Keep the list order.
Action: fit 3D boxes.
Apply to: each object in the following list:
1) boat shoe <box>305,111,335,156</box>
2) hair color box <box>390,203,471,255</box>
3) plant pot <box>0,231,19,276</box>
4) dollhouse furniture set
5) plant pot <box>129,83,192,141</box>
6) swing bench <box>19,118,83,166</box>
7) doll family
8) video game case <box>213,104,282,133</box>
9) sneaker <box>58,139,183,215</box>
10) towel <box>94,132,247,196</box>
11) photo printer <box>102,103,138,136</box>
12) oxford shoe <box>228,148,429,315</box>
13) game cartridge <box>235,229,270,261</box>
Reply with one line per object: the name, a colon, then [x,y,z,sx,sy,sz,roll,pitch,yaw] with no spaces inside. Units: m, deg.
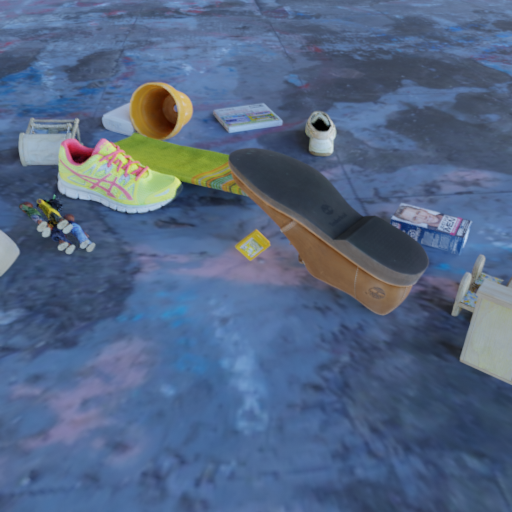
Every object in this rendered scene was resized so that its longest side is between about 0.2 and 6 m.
boat shoe: [1.558,-3.101,13.420,0.738,0.665,2.046,3,36,4]
hair color box: [3.096,-0.493,10.016,1.294,0.392,0.647,17,39,22]
plant pot: [-4.686,0.042,8.410,1.752,1.752,1.176,14,65,18]
dollhouse furniture set: [3.611,0.646,7.703,1.611,1.221,1.838,23,42,29]
plant pot: [-2.195,-3.541,13.645,1.336,1.336,1.224,12,22,16]
swing bench: [-4.628,-2.566,12.634,1.113,0.726,1.119,-1,36,-1]
doll family: [-3.337,-0.549,9.420,0.592,1.508,0.871,-43,59,-11]
video game case: [-0.236,-3.589,14.546,1.451,0.160,1.321,-12,37,-17]
sneaker: [-2.742,-1.633,10.902,2.700,1.219,1.055,10,35,11]
towel: [-1.367,-1.978,11.822,4.203,0.379,1.809,15,26,21]
photo printer: [-3.103,-3.505,14.188,1.026,0.428,1.233,20,41,26]
oxford shoe: [0.805,-0.418,8.707,1.312,1.311,3.678,-26,57,-37]
game cartridge: [-0.050,-0.174,9.365,0.468,0.413,0.076,-37,34,16]
